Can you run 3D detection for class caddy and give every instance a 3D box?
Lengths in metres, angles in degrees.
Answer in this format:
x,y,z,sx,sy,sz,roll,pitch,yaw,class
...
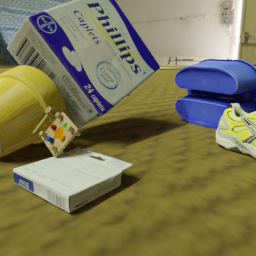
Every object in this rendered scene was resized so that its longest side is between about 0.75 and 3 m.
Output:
x,y,z,sx,sy,sz,roll,pitch,yaw,class
2.722,-1.083,8.556,1.452,1.956,2.766,-17,23,-35,caddy

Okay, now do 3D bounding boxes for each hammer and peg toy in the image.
x,y,z,sx,sy,sz,roll,pitch,yaw,class
-1.403,0.052,5.464,0.959,0.706,0.338,41,1,39,hammer and peg toy

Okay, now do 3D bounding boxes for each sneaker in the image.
x,y,z,sx,sy,sz,roll,pitch,yaw,class
2.949,0.148,5.807,0.997,1.010,2.643,-9,19,-35,sneaker

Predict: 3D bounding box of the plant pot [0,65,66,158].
x,y,z,sx,sy,sz,roll,pitch,yaw,class
-2.598,-0.258,6.189,1.807,1.807,1.700,8,32,26,plant pot

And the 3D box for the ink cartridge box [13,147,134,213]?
x,y,z,sx,sy,sz,roll,pitch,yaw,class
-0.901,0.789,4.792,1.483,0.302,1.486,12,20,38,ink cartridge box

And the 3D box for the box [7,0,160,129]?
x,y,z,sx,sy,sz,roll,pitch,yaw,class
-1.017,-1.859,7.500,1.533,2.687,2.922,-25,15,47,box
